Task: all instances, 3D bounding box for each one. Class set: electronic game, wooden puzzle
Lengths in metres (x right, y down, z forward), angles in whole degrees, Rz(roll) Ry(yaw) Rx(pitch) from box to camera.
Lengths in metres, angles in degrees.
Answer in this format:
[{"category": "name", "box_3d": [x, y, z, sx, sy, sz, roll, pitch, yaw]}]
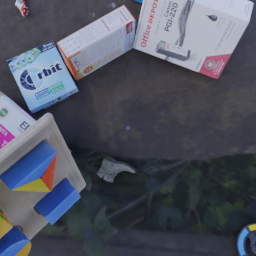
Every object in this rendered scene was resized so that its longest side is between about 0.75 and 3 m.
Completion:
[{"category": "electronic game", "box_3d": [3.598, 3.256, 7.706, 1.234, 0.257, 1.234, 0, 76, 0]}, {"category": "wooden puzzle", "box_3d": [-1.908, 1.475, 4.996, 0.675, 2.915, 2.700, 35, 64, 25]}]

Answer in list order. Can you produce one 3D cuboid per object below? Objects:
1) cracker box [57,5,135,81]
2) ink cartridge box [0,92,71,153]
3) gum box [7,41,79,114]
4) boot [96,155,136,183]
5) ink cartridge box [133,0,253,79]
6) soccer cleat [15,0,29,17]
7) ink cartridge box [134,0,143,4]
[{"category": "cracker box", "box_3d": [-0.881, -2.516, 8.494, 2.262, 1.515, 0.652, -32, 78, -8]}, {"category": "ink cartridge box", "box_3d": [-3.444, 0.614, 7.961, 2.771, 1.041, 2.283, 38, 80, 10]}, {"category": "gum box", "box_3d": [-2.678, -1.616, 8.834, 1.582, 0.415, 1.862, -27, 78, -6]}, {"category": "boot", "box_3d": [-0.344, 1.298, 8.185, 1.078, 0.365, 0.704, 19, 82, 12]}, {"category": "ink cartridge box", "box_3d": [1.769, -2.969, 8.192, 2.850, 2.076, 1.209, 23, 51, 6]}, {"category": "soccer cleat", "box_3d": [-3.648, -4.154, 9.552, 0.381, 0.307, 0.895, -14, 74, 7]}, {"category": "ink cartridge box", "box_3d": [1.585, -4.671, 8.697, 2.947, 2.151, 1.242, 25, 73, 5]}]
